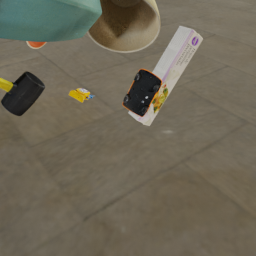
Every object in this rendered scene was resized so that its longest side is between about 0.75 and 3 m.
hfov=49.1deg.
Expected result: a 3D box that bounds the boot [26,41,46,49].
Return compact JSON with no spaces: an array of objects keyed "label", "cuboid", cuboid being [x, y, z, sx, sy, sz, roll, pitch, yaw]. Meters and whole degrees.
[{"label":"boot","cuboid":[-2.396,-3.224,8.202,0.789,2.103,1.127,24,17,-29]}]

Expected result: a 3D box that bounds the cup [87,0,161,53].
[{"label":"cup","cuboid":[-0.116,-3.455,8.064,2.113,2.113,1.511,2,63,3]}]

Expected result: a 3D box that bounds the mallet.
[{"label":"mallet","cuboid":[-2.943,-0.946,5.290,0.592,0.948,2.877,48,18,32]}]

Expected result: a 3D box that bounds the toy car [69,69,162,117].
[{"label":"toy car","cuboid":[-0.143,-0.590,3.881,1.269,0.623,0.422,15,21,16]}]

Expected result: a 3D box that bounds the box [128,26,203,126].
[{"label":"box","cuboid":[0.732,-1.018,5.645,0.396,2.045,0.424,23,12,-39]}]

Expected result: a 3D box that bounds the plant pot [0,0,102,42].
[{"label":"plant pot","cuboid":[-1.906,-3.003,6.385,2.359,1.667,1.668,0,70,-39]}]
